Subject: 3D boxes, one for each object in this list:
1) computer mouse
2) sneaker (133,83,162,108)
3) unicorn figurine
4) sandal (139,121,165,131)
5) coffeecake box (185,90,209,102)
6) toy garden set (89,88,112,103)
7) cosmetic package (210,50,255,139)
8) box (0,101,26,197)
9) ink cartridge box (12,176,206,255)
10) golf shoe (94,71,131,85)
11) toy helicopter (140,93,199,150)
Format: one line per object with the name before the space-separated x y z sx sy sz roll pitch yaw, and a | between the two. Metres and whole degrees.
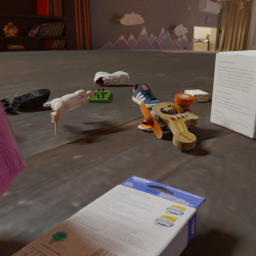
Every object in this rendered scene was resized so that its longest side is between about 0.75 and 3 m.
computer mouse | -4.021 -1.020 11.165 2.008 0.529 1.390 -24 30 -25
sneaker | 0.744 -1.388 11.600 0.738 0.832 1.969 -10 22 -27
unicorn figurine | -1.921 -0.681 8.609 2.170 0.801 1.491 -45 20 -30
sandal | 0.893 -0.242 8.930 1.394 0.399 0.534 -15 24 -38
coffeecake box | 3.047 -1.449 12.520 0.722 0.344 0.941 -4 19 -12
toy garden set | -1.601 -1.556 12.791 1.537 0.368 1.843 1 19 2
cosmetic package | 3.950 -1.130 8.579 1.906 2.291 1.917 -8 21 -22
box | -2.872 0.690 2.886 2.361 1.298 2.685 -9 23 10
ink cartridge box | -0.072 1.457 3.790 1.455 0.512 2.438 9 23 36
golf shoe | -0.904 -2.692 15.766 2.075 0.781 0.950 0 32 12
toy helicopter | 1.249 -0.165 7.995 1.656 0.988 2.504 2 28 -7
